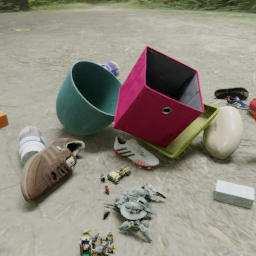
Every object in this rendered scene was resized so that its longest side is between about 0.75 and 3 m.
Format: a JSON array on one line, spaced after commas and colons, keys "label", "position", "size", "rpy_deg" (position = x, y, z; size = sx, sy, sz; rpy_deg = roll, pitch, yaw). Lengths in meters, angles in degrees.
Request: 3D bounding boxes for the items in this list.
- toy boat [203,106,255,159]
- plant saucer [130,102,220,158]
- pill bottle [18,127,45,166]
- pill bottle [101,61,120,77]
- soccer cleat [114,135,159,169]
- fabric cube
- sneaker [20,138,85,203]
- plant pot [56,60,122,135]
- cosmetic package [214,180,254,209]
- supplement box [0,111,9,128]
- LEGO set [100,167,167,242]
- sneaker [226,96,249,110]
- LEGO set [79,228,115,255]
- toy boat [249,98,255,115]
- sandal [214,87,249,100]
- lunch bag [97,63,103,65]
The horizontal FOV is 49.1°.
[{"label": "toy boat", "position": [3.816, 0.117, 9.743], "size": [2.460, 1.143, 2.068], "rpy_deg": [-18, 47, 44]}, {"label": "plant saucer", "position": [1.678, -0.069, 10.344], "size": [2.539, 0.609, 2.543], "rpy_deg": [-43, 39, -15]}, {"label": "pill bottle", "position": [-3.299, 0.671, 9.640], "size": [0.877, 0.877, 1.540], "rpy_deg": [-10, 32, -17]}, {"label": "pill bottle", "position": [-1.372, -3.168, 16.255], "size": [1.018, 1.018, 1.835], "rpy_deg": [18, 34, 29]}, {"label": "soccer cleat", "position": [0.252, 0.783, 9.544], "size": [1.816, 0.774, 0.623], "rpy_deg": [22, 37, 34]}, {"label": "fabric cube", "position": [0.967, -0.980, 9.498], "size": [2.122, 2.156, 2.163], "rpy_deg": [22, 46, -18]}, {"label": "sneaker", "position": [-2.213, 1.075, 8.596], "size": [1.098, 1.024, 2.907], "rpy_deg": [-10, 26, 14]}, {"label": "plant pot", "position": [-1.568, -0.944, 10.783], "size": [2.562, 2.056, 2.562], "rpy_deg": [28, 40, -26]}, {"label": "cosmetic package", "position": [3.028, 1.886, 8.012], "size": [1.026, 0.365, 0.520], "rpy_deg": [11, 32, 19]}, {"label": "supplement box", "position": [-5.893, -0.512, 12.049], "size": [1.672, 0.556, 0.575], "rpy_deg": [19, 34, 28]}, {"label": "LEGO set", "position": [0.004, 1.816, 7.721], "size": [1.785, 0.779, 2.748], "rpy_deg": [-22, 36, -33]}, {"label": "sneaker", "position": [5.281, -1.229, 13.385], "size": [1.140, 0.482, 0.427], "rpy_deg": [21, 35, 31]}, {"label": "LEGO set", "position": [-0.744, 2.618, 6.558], "size": [0.915, 0.530, 0.703], "rpy_deg": [7, 30, 12]}, {"label": "toy boat", "position": [6.418, -1.036, 12.079], "size": [1.422, 1.425, 2.179], "rpy_deg": [-13, 32, -22]}, {"label": "sandal", "position": [5.263, -1.796, 14.262], "size": [1.700, 0.675, 0.485], "rpy_deg": [5, 16, 10]}, {"label": "lunch bag", "position": [-2.081, -3.577, 17.423], "size": [1.280, 0.603, 1.597], "rpy_deg": [7, 29, 8]}]
